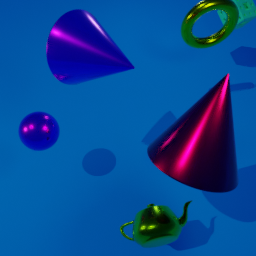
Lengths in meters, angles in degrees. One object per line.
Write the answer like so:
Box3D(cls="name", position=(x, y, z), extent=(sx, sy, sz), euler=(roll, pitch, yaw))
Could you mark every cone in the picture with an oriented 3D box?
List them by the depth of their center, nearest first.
Box3D(cls="cone", position=(1.281, -0.101, 4.440), extent=(1.577, 1.583, 1.577), euler=(14, 22, -6))
Box3D(cls="cone", position=(-0.443, -1.278, 5.095), extent=(1.451, 1.446, 1.446), euler=(26, 62, 31))

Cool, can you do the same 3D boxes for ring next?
Box3D(cls="ring", position=(1.995, -2.537, 6.868), extent=(1.432, 1.432, 0.286), euler=(-8, 59, -5))

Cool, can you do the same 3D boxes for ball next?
Box3D(cls="ball", position=(-1.937, 0.068, 6.126), extent=(0.865, 0.865, 0.865), euler=(0, 59, 0))

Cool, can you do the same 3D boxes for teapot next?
Box3D(cls="teapot", position=(0.572, 1.815, 5.383), extent=(1.535, 0.954, 0.752), euler=(-19, 54, 7))

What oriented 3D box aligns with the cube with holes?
Box3D(cls="cube with holes", position=(3.282, -3.432, 8.365), extent=(0.704, 0.704, 0.704), euler=(-23, 87, -25))
